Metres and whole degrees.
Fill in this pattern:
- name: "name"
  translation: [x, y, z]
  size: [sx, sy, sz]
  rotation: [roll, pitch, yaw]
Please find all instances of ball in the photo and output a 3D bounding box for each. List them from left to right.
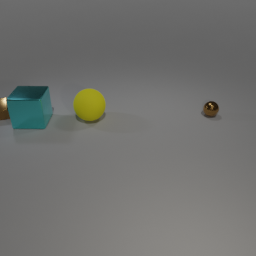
- name: "ball"
  translation: [-1.674, -1.011, 12.199]
  size: [1.400, 1.400, 1.400]
  rotation: [0, 31, 0]
- name: "ball"
  translation: [3.745, -0.864, 12.625]
  size: [0.700, 0.700, 0.700]
  rotation: [0, 31, 0]

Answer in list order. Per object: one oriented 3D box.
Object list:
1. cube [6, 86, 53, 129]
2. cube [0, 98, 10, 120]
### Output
- name: "cube"
  translation: [-4.164, -0.900, 12.012]
  size: [1.400, 1.400, 1.400]
  rotation: [0, 31, 0]
- name: "cube"
  translation: [-5.634, -0.826, 12.365]
  size: [0.700, 0.700, 0.700]
  rotation: [-10, 60, -16]
